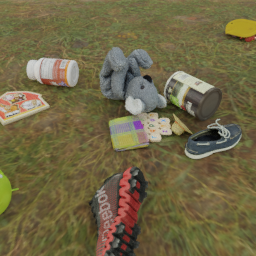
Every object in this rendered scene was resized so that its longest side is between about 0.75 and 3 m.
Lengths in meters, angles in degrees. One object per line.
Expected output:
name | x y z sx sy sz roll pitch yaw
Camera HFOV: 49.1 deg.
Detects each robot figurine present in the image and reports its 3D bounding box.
robot figurine | -4.122 1.698 7.369 2.244 1.298 1.969 7 30 10

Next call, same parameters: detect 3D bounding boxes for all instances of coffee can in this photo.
coffee can | 2.579 -1.317 11.253 1.376 1.376 1.880 -25 44 -29

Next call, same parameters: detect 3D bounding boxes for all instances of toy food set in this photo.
toy food set | 7.657 -6.142 18.162 1.583 0.879 2.690 -45 50 -13

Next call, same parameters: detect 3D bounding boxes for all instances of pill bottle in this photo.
pill bottle | -3.515 -2.628 13.116 2.174 1.219 1.219 7 38 9

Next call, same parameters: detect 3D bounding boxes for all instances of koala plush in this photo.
koala plush | 0.284 -1.585 11.378 2.277 2.359 2.567 -17 56 -48

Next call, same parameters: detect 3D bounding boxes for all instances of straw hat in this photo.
straw hat | 1.851 -0.008 10.260 0.460 1.086 1.086 -44 42 8

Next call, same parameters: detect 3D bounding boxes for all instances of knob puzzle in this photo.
knob puzzle | -4.730 -1.116 11.853 2.477 0.343 2.477 0 37 0

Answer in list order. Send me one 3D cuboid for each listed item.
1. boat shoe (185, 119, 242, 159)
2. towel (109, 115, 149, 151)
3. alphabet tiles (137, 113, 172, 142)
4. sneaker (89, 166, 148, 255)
boat shoe | 3.009 0.281 9.672 2.452 0.758 0.918 -16 40 -20
towel | -0.021 0.167 10.202 1.260 0.200 1.755 -12 39 -5
alphabet tiles | 0.772 -0.059 10.645 1.694 0.126 1.731 1 37 0
sneaker | -0.377 2.226 6.914 1.351 0.977 2.765 -13 40 27
